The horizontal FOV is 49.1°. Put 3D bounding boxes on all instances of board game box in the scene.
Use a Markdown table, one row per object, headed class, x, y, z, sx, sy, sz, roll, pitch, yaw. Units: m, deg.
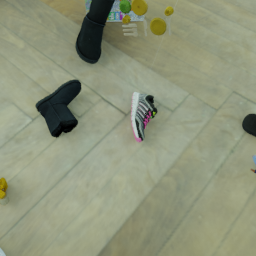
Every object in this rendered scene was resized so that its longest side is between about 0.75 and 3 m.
| class | x | y | z | sx | sy | sz | roll | pitch | yaw |
| --- | --- | --- | --- | --- | --- | --- | --- | --- | --- |
| board game box | -0.555 | -5.480 | 12.108 | 2.572 | 1.729 | 0.440 | -2 | 55 | -1 |

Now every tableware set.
| class | x | y | z | sx | sy | sz | roll | pitch | yaw |
| --- | --- | --- | --- | --- | --- | --- | --- | --- | --- |
| tableware set | 0.577 | -3.611 | 9.055 | 1.833 | 1.235 | 0.281 | 8 | 39 | 26 |

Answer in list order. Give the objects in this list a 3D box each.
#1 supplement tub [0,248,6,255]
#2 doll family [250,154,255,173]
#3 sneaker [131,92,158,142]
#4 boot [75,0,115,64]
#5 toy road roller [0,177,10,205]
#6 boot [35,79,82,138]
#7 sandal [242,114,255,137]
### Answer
| class | x | y | z | sx | sy | sz | roll | pitch | yaw |
| --- | --- | --- | --- | --- | --- | --- | --- | --- | --- |
| supplement tub | -3.881 | 3.556 | 7.114 | 0.855 | 0.855 | 1.296 | 37 | 65 | 20 |
| doll family | 4.533 | 1.269 | 8.698 | 1.580 | 0.620 | 0.913 | -5 | 63 | 3 |
| sneaker | 0.575 | -0.433 | 9.605 | 0.882 | 0.744 | 2.017 | -2 | 54 | 6 |
| boot | -1.148 | -4.292 | 10.939 | 1.075 | 2.380 | 2.905 | 15 | 54 | -22 |
| toy road roller | -3.790 | 1.854 | 8.380 | 0.804 | 0.494 | 0.587 | 29 | 51 | 17 |
| boot | -2.114 | -0.670 | 9.746 | 1.893 | 0.723 | 1.590 | -35 | 61 | -12 |
| sandal | 5.253 | 0.266 | 9.236 | 2.876 | 0.648 | 1.080 | 26 | 62 | 15 |
